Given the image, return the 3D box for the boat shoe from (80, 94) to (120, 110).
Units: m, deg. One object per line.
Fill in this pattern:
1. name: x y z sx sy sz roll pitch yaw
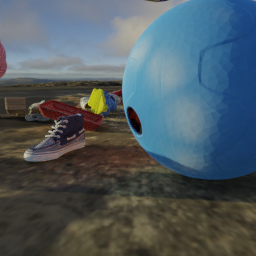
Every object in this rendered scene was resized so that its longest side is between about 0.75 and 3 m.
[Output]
1. boat shoe: -1.283 -1.223 13.900 2.101 0.745 0.733 -5 28 -26

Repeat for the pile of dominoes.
1. pile of dominoes: -3.994 -0.731 10.270 2.080 0.425 2.668 -4 -1 -22

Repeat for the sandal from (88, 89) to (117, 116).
1. sandal: -0.991 -1.091 12.232 1.188 1.084 2.728 21 12 -16

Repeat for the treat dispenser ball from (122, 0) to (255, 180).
1. treat dispenser ball: 1.295 -0.581 4.446 2.781 2.781 2.781 0 10 0

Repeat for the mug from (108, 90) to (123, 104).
1. mug: -0.783 -1.841 16.180 1.265 1.123 0.844 -16 47 -43

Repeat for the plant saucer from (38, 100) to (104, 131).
1. plant saucer: -1.768 -0.395 8.992 1.899 0.349 1.895 17 9 -5

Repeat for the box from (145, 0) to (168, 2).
1. box: 0.184 -3.611 7.111 2.022 0.419 1.204 3 14 -11

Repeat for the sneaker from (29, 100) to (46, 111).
1. sneaker: -3.907 -0.880 12.141 0.709 0.584 1.542 -9 5 -11

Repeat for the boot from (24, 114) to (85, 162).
1. boot: -1.533 0.152 5.985 0.628 0.779 1.725 4 11 23

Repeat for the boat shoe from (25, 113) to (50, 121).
1. boat shoe: -3.332 -0.418 10.463 0.952 0.333 0.315 -7 13 6

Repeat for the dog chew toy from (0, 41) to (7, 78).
1. dog chew toy: -4.599 -2.320 8.726 1.628 1.628 2.614 -1 -15 -4
